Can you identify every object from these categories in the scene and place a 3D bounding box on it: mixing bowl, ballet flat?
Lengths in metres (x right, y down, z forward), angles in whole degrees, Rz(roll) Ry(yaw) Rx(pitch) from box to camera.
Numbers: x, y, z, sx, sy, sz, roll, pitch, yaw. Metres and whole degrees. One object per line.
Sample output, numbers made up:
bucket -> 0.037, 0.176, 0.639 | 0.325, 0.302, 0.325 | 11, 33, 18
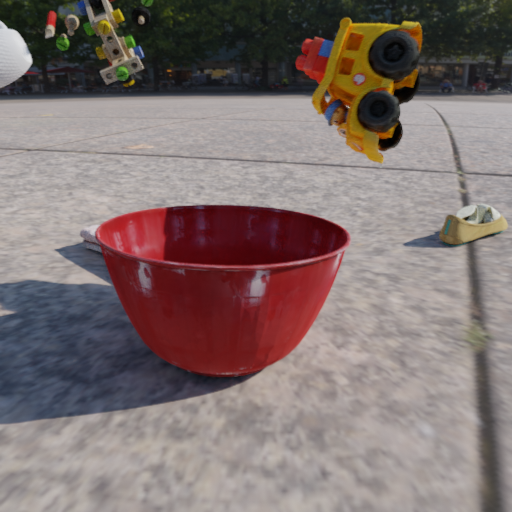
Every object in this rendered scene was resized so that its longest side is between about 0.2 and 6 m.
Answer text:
mixing bowl -> -0.414, 0.424, 6.806 | 2.959, 1.602, 2.959 | 3, 16, -1
ballet flat -> 4.557, -0.722, 11.475 | 2.177, 0.686, 0.747 | -17, 27, -40

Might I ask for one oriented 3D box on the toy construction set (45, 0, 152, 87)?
toy construction set -> -2.732, -3.730, 9.793 | 1.804, 1.504, 1.386 | 0, 48, -13

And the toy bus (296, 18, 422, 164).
toy bus -> 1.326, -2.346, 7.784 | 1.684, 1.754, 1.190 | 17, -1, 16

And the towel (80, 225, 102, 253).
towel -> -1.480, -0.321, 10.714 | 2.871, 0.463, 2.742 | -18, 26, -40

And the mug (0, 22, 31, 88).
mug -> -4.480, -3.451, 9.435 | 1.100, 1.255, 0.927 | -21, -16, -1
